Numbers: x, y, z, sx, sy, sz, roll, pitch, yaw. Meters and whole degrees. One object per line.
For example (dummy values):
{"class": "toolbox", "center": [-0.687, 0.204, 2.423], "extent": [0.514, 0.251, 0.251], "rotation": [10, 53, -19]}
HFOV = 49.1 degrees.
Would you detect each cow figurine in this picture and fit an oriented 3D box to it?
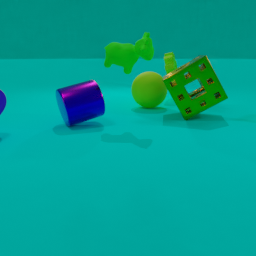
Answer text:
{"class": "cow figurine", "center": [0.019, -1.903, 6.930], "extent": [1.207, 1.188, 0.663], "rotation": [15, 56, -7]}

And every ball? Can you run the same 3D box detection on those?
{"class": "ball", "center": [0.768, -1.372, 10.098], "extent": [1.301, 1.301, 1.301], "rotation": [0, 15, 0]}

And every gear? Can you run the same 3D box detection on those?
{"class": "gear", "center": [1.917, -2.195, 11.836], "extent": [0.355, 1.920, 1.920], "rotation": [-10, 12, 16]}

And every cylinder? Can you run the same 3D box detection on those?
{"class": "cylinder", "center": [-1.311, -0.692, 7.699], "extent": [1.055, 1.055, 1.055], "rotation": [-20, 22, -21]}

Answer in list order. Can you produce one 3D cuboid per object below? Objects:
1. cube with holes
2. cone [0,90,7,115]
{"class": "cube with holes", "center": [2.013, -1.283, 8.643], "extent": [1.373, 1.373, 1.373], "rotation": [-29, 9, 14]}
{"class": "cone", "center": [-3.957, -0.957, 6.377], "extent": [1.651, 1.651, 1.657], "rotation": [-18, 65, -49]}
